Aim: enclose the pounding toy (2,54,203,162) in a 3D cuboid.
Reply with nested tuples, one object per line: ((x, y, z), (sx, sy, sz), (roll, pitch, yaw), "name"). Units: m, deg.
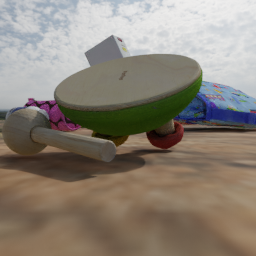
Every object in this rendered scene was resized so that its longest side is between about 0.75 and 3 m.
((-0.059, -0.045, 2.505), (1.294, 0.778, 1.676), (11, 36, 36), "pounding toy")

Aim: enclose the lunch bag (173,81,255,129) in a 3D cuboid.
((2.584, -0.547, 7.634), (2.156, 1.347, 2.864), (7, 10, -13), "lunch bag")

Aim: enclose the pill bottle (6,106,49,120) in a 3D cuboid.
((-2.330, -0.211, 6.534), (1.039, 0.577, 0.577), (2, 3, 38), "pill bottle")

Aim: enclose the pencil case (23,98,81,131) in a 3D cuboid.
((-1.916, -0.359, 6.966), (1.783, 0.835, 0.809), (2, 0, 35), "pencil case")

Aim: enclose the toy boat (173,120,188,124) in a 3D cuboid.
((3.084, -0.626, 14.058), (1.908, 1.245, 1.247), (3, -27, 48), "toy boat")

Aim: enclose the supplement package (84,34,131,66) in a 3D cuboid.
((-0.543, -2.258, 10.168), (1.310, 1.682, 0.933), (-25, -2, 24), "supplement package")
